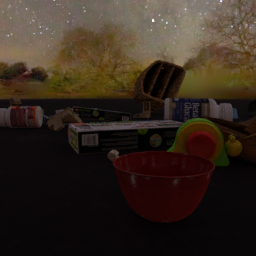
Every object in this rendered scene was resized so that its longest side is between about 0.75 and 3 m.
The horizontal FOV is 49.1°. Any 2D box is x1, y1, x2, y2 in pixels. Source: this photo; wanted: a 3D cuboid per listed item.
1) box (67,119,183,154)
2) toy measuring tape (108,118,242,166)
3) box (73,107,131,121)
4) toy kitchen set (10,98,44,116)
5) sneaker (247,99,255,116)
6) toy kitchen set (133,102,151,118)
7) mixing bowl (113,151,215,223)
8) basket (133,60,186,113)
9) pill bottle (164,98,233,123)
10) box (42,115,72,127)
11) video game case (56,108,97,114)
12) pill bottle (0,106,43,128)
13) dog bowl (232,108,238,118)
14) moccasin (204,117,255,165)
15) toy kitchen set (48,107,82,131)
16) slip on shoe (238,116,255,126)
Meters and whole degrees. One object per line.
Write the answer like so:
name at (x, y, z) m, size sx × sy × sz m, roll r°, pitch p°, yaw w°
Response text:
box at (0.059, 0.143, 6.800) m, size 2.822 × 0.490 × 1.553 m, roll -3°, pitch 8°, yaw -19°
toy measuring tape at (0.812, 0.225, 5.028) m, size 2.365 × 0.870 × 0.870 m, roll 1°, pitch 8°, yaw 9°
box at (-1.090, -0.532, 11.112) m, size 2.202 × 0.382 × 1.212 m, roll 6°, pitch 4°, yaw -13°
toy kitchen set at (-4.485, -0.816, 12.152) m, size 1.095 × 0.990 × 1.213 m, roll 3°, pitch 8°, yaw 22°
sneaker at (7.032, -1.087, 14.317) m, size 1.737 × 0.995 × 0.664 m, roll 3°, pitch 10°, yaw 7°
toy kitchen set at (0.626, -0.853, 13.227) m, size 0.700 × 0.774 × 0.858 m, roll 2°, pitch 3°, yaw 17°
mixing bowl at (0.367, 0.622, 2.959) m, size 1.042 × 0.564 × 1.042 m, roll 0°, pitch 8°, yaw 0°
basket at (1.687, -2.549, 15.741) m, size 1.926 × 2.699 × 2.011 m, roll 35°, pitch -24°, yaw -19°
pill bottle at (2.063, -0.358, 8.418) m, size 1.932 × 1.073 × 1.073 m, roll 1°, pitch 8°, yaw 7°
box at (-2.719, -0.296, 10.790) m, size 1.090 × 0.315 × 1.371 m, roll -3°, pitch 8°, yaw -25°
video game case at (-2.962, -0.997, 16.494) m, size 1.702 × 0.214 × 2.376 m, roll 1°, pitch 8°, yaw 11°
pill bottle at (-3.740, -0.376, 9.725) m, size 1.389 × 0.761 × 0.761 m, roll -1°, pitch 8°, yaw -5°
dog bowl at (4.455, -0.750, 13.739) m, size 1.829 × 0.453 × 1.019 m, roll 7°, pitch 10°, yaw 41°
moccasin at (2.413, 0.144, 5.081) m, size 0.896 × 0.945 × 2.449 m, roll -5°, pitch 9°, yaw -34°
toy kitchen set at (-2.062, -0.046, 9.279) m, size 0.868 × 0.783 × 0.708 m, roll -31°, pitch 45°, yaw 10°
slip on shoe at (4.255, -0.251, 8.637) m, size 2.608 × 0.790 × 0.992 m, roll -4°, pitch 9°, yaw -28°
